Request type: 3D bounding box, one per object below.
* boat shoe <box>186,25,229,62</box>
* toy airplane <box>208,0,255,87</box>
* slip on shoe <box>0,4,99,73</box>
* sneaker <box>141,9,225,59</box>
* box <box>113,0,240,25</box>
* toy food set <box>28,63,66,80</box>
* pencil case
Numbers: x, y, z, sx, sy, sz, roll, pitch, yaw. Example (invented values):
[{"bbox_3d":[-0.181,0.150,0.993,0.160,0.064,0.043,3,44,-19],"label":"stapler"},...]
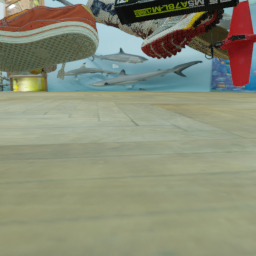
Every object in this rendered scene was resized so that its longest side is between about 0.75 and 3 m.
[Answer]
[{"bbox_3d":[2.647,-3.062,9.701,2.662,0.976,0.834,29,-21,-2],"label":"boat shoe"},{"bbox_3d":[2.995,-2.078,6.526,2.255,2.255,0.415,6,-7,31],"label":"toy airplane"},{"bbox_3d":[-1.819,-1.607,4.960,2.752,0.842,1.019,-4,-26,13],"label":"slip on shoe"},{"bbox_3d":[1.550,-3.092,8.625,2.631,1.081,1.024,-31,-32,6],"label":"sneaker"},{"bbox_3d":[0.985,-3.148,5.449,2.214,2.292,0.545,-2,-28,24],"label":"box"},{"bbox_3d":[-3.144,-2.541,10.080,1.915,1.322,0.384,14,11,-13],"label":"toy food set"},{"bbox_3d":[-0.227,-4.219,10.535,2.930,1.140,1.311,24,19,14],"label":"pencil case"}]
